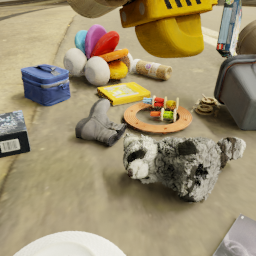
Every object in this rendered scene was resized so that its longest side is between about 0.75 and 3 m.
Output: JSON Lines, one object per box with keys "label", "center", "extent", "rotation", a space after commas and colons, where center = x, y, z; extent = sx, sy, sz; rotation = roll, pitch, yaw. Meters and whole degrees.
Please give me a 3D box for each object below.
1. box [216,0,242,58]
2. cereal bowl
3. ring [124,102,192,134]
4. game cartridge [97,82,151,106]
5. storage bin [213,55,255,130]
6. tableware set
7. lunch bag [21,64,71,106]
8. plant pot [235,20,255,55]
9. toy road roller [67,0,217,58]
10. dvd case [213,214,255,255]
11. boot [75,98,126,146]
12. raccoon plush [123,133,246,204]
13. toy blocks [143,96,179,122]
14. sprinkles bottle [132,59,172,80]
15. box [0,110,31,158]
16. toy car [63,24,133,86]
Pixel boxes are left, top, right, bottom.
{"label": "box", "center": [3.225, -3.071, 8.837], "extent": [0.414, 1.501, 2.198], "rotation": [11, 11, 22]}
{"label": "cereal bowl", "center": [-0.859, 2.214, 3.687], "extent": [2.176, 0.906, 2.176], "rotation": [-1, 29, 0]}
{"label": "ring", "center": [0.954, -0.346, 9.046], "extent": [2.185, 0.210, 2.185], "rotation": [0, 30, 0]}
{"label": "game cartridge", "center": [-0.146, -1.364, 10.815], "extent": [1.677, 0.272, 1.478], "rotation": [-16, 33, -25]}
{"label": "storage bin", "center": [4.505, -1.097, 8.676], "extent": [2.962, 2.156, 1.990], "rotation": [-1, 42, -1]}
{"label": "tableware set", "center": [2.777, -0.841, 9.857], "extent": [0.895, 0.271, 1.354], "rotation": [12, 31, 21]}
{"label": "lunch bag", "center": [-3.031, -1.706, 10.400], "extent": [1.897, 1.255, 1.289], "rotation": [20, 35, 34]}
{"label": "plant pot", "center": [6.662, -3.794, 13.568], "extent": [2.327, 2.327, 2.019], "rotation": [-3, 46, -5]}
{"label": "toy road roller", "center": [0.363, -2.069, 4.889], "extent": [2.558, 1.868, 1.572], "rotation": [-18, 17, -20]}
{"label": "dvd case", "center": [2.458, 2.286, 4.304], "extent": [2.091, 0.167, 1.555], "rotation": [22, 36, 34]}
{"label": "boot", "center": [-0.602, -0.153, 8.368], "extent": [1.267, 0.672, 1.924], "rotation": [13, 42, 16]}
{"label": "raccoon plush", "center": [1.189, 0.725, 6.499], "extent": [2.829, 1.368, 1.895], "rotation": [1, 9, -45]}
{"label": "toy blocks", "center": [1.012, -0.655, 9.195], "extent": [1.181, 0.429, 0.985], "rotation": [6, 48, 15]}
{"label": "sprinkles bottle", "center": [1.065, -2.678, 12.793], "extent": [1.897, 0.647, 0.647], "rotation": [21, 35, 33]}
{"label": "box", "center": [-3.259, 0.143, 7.638], "extent": [0.964, 0.695, 1.299], "rotation": [-12, 31, -21]}
{"label": "toy car", "center": [-1.240, -3.306, 12.167], "extent": [2.899, 2.174, 2.537], "rotation": [26, 38, 24]}
